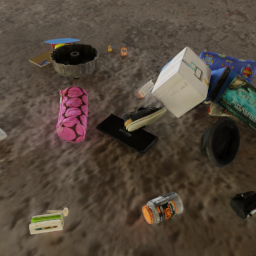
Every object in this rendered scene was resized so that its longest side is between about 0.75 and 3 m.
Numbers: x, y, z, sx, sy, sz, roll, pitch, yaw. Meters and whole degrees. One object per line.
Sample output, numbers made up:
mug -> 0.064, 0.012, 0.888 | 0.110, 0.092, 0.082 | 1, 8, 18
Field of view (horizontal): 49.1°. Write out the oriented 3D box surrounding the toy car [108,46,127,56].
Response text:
toy car -> -0.585, -4.381, 15.738 | 1.220, 0.406, 0.599 | 9, 42, 9

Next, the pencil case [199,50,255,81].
pencil case -> 4.690, -2.955, 13.359 | 2.698, 1.053, 1.172 | 16, 39, 11

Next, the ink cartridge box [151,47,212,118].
ink cartridge box -> 2.252, -1.904, 11.601 | 1.585, 1.592, 2.170 | 40, 44, -13

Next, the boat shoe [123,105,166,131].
boat shoe -> 0.668, -0.507, 10.688 | 2.150, 0.802, 0.669 | -22, 71, -38

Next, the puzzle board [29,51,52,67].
puzzle board -> -4.476, -3.769, 15.267 | 1.084, 0.125, 1.438 | 30, 50, 28

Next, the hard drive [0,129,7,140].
hard drive -> -5.558, 0.168, 10.753 | 1.572, 0.207, 1.037 | 30, 49, 30

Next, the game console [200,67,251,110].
game console -> 3.865, -1.502, 11.660 | 1.604, 1.112, 1.879 | -7, 43, 57

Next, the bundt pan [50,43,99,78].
bundt pan -> -2.648, -3.363, 14.198 | 2.472, 0.928, 2.472 | 0, 42, 0

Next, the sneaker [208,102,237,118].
sneaker -> 4.363, -0.853, 11.385 | 2.316, 0.901, 0.951 | -8, 43, -9

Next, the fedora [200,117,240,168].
fedora -> 3.097, 0.484, 9.757 | 1.825, 1.825, 0.833 | -32, 17, -31

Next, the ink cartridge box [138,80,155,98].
ink cartridge box -> 0.820, -1.715, 12.233 | 0.558, 0.958, 0.323 | -42, 90, -17

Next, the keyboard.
keyboard -> 0.033, 0.130, 10.745 | 2.306, 0.296, 1.385 | 28, 52, 27

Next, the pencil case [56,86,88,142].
pencil case -> -2.191, -0.594, 10.978 | 1.160, 1.124, 2.476 | 22, 33, -25

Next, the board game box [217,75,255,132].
board game box -> 4.766, -0.864, 10.866 | 2.270, 0.320, 1.535 | 39, 67, 5

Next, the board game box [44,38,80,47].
board game box -> -3.788, -4.821, 16.157 | 1.717, 0.423, 2.173 | -21, 30, -33

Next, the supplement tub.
supplement tub -> 0.986, 2.296, 8.019 | 1.050, 0.644, 0.644 | -18, 45, -18

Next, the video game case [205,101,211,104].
video game case -> 4.007, -2.081, 13.251 | 2.358, 0.271, 2.148 | -17, 44, -20

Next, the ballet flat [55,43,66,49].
ballet flat -> -3.107, -4.210, 15.402 | 2.042, 0.682, 0.684 | 6, 55, 5

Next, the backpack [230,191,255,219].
backpack -> 3.476, 2.217, 8.189 | 0.854, 0.541, 0.713 | -20, 57, -21

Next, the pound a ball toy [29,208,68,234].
pound a ball toy -> -2.188, 2.643, 7.888 | 0.994, 0.422, 0.648 | -6, 16, -7
